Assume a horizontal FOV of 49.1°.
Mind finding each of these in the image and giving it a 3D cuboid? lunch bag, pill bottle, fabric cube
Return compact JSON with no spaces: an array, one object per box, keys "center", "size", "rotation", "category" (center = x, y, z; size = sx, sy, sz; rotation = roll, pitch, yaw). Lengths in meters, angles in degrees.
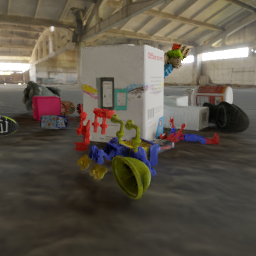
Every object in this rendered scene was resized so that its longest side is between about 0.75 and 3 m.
[{"center":[-2.786,-0.232,10.690],"size":[0.760,0.554,0.894],"rotation":[3,-3,17],"category":"lunch bag"},{"center":[4.765,-1.772,16.757],"size":[2.613,1.466,1.466],"rotation":[7,12,33],"category":"pill bottle"},{"center":[-3.797,-0.921,13.092],"size":[1.090,1.069,1.086],"rotation":[-5,12,-28],"category":"fabric cube"}]

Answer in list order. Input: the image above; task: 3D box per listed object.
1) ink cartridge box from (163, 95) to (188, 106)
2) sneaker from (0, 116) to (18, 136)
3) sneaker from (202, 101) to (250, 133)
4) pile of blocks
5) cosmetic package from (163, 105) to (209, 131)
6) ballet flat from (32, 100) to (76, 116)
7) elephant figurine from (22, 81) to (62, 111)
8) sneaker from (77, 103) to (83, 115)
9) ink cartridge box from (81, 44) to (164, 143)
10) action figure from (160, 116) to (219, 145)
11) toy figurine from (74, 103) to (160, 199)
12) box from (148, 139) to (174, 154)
[{"center":[1.316,-0.969,13.191],"size":[2.656,1.100,1.936],"rotation":[5,11,25],"category":"ink cartridge box"},{"center":[-4.634,-0.113,9.573],"size":[1.940,0.717,0.785],"rotation":[3,7,8],"category":"sneaker"},{"center":[3.834,-0.448,10.565],"size":[1.325,1.108,2.919],"rotation":[7,12,-9],"category":"sneaker"},{"center":[1.369,-2.397,10.120],"size":[2.109,0.655,0.866],"rotation":[-44,38,-9],"category":"pile of blocks"},{"center":[1.897,-0.451,11.057],"size":[2.268,0.808,1.151],"rotation":[7,12,34],"category":"cosmetic package"},{"center":[-4.073,-1.097,14.714],"size":[2.638,0.930,0.861],"rotation":[1,18,18],"category":"ballet flat"},{"center":[-4.738,-1.784,16.785],"size":[2.647,1.873,2.054],"rotation":[12,29,-42],"category":"elephant figurine"},{"center":[-2.047,-0.922,14.754],"size":[1.557,0.606,0.640],"rotation":[15,11,25],"category":"sneaker"},{"center":[-0.078,-1.084,8.858],"size":[2.042,2.797,2.052],"rotation":[4,11,22],"category":"ink cartridge box"},{"center":[1.778,0.066,8.263],"size":[1.676,0.830,0.547],"rotation":[-1,9,6],"category":"action figure"},{"center":[0.126,0.324,5.442],"size":[1.533,1.349,2.558],"rotation":[0,9,-32],"category":"toy figurine"},{"center":[0.717,0.485,7.510],"size":[0.663,0.183,0.970],"rotation":[8,13,39],"category":"box"}]
